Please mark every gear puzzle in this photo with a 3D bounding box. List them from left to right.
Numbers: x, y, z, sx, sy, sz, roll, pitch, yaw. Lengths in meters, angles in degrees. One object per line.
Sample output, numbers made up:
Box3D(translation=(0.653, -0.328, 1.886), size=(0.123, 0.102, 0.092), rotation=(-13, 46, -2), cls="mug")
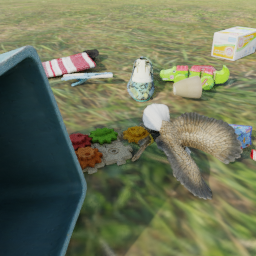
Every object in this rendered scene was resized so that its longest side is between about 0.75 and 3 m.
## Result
Box3D(translation=(-0.701, 0.382, 6.601), size=(2.911, 0.381, 1.508), rotation=(-14, 33, -22), cls="gear puzzle")

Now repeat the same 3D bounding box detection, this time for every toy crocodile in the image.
Box3D(translation=(2.382, -1.937, 10.193), size=(2.447, 0.756, 0.826), rotation=(8, 31, 14), cls="toy crocodile")

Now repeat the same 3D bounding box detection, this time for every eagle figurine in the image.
Box3D(translation=(1.180, 0.374, 5.858), size=(1.445, 1.453, 1.915), rotation=(0, 18, -43), cls="eagle figurine")

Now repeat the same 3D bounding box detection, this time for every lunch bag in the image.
Box3D(translation=(2.333, 0.165, 6.955), size=(0.832, 0.520, 1.105), rotation=(-21, 27, -27), cls="lunch bag")

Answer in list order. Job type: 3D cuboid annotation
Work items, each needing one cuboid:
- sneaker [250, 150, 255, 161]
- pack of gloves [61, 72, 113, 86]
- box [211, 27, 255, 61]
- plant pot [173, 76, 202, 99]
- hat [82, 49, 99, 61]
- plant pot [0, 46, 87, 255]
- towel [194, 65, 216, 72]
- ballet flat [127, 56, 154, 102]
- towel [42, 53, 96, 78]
Box3D(translation=(3.110, 0.539, 6.442), size=(0.753, 0.295, 0.435), rotation=(-25, 40, -38), cls="sneaker")
Box3D(translation=(-1.506, -1.832, 10.554), size=(1.894, 0.374, 1.591), rotation=(-3, 15, -2), cls="pack of gloves")
Box3D(translation=(5.180, -4.106, 13.513), size=(2.207, 1.118, 1.241), rotation=(-26, 38, -36), cls="box")
Box3D(translation=(1.829, -1.246, 8.784), size=(0.766, 0.717, 0.717), rotation=(-6, 31, -4), cls="plant pot")
Box3D(translation=(-1.704, -3.276, 12.873), size=(0.905, 0.365, 0.905), rotation=(-5, 43, 4), cls="hat")
Box3D(translation=(-2.538, 0.833, 3.768), size=(2.830, 2.771, 2.778), rotation=(-8, 29, 12), cls="plant pot")
Box3D(translation=(3.230, -2.331, 11.492), size=(0.822, 0.128, 1.136), rotation=(-1, 32, -5), cls="towel")
Box3D(translation=(0.468, -1.876, 9.943), size=(1.000, 1.000, 2.695), rotation=(1, 31, 1), cls="ballet flat")
Box3D(translation=(-2.628, -2.602, 11.569), size=(2.318, 0.264, 1.669), rotation=(-16, 34, -14), cls="towel")
